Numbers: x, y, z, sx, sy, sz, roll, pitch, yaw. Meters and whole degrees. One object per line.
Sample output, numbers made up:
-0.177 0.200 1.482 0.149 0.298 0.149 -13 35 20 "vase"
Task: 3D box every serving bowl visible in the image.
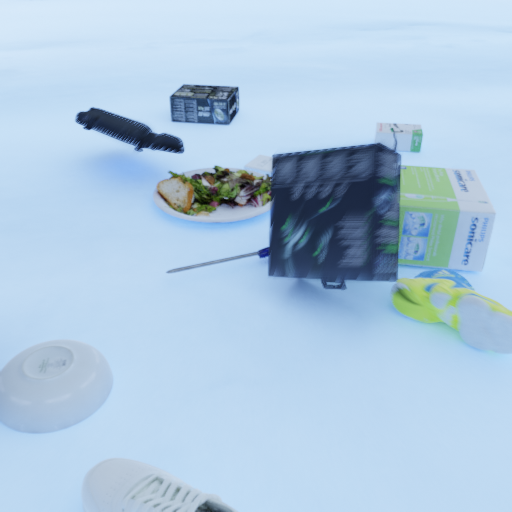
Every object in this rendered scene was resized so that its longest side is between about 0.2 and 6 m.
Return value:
-2.376 1.396 6.513 1.354 0.445 1.354 1 31 0 "serving bowl"

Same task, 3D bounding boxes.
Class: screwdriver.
-0.161 0.044 8.920 2.606 0.379 0.364 -16 33 -18 "screwdriver"

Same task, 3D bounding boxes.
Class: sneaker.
-0.588 2.250 4.621 2.407 0.969 0.919 20 38 32 "sneaker"
2.843 0.603 7.542 1.917 0.726 1.007 24 39 35 "sneaker"

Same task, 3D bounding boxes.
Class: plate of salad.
-0.745 -1.339 10.862 2.510 0.603 2.510 0 30 0 "plate of salad"

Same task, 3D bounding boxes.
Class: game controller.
-2.718 -2.626 11.959 1.420 0.573 2.722 14 10 -47 "game controller"

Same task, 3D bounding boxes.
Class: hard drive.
0.448 -1.932 12.263 1.215 0.160 0.801 16 35 23 "hard drive"

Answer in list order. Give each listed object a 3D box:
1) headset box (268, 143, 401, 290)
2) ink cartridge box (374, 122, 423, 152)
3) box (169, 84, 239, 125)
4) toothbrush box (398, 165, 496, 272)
1.096 -0.488 7.886 1.667 1.914 0.888 0 -3 35 "headset box"
3.411 -2.869 13.506 1.097 0.463 0.801 5 32 9 "ink cartridge box"
-1.389 -4.184 15.425 1.647 0.709 1.349 5 32 8 "box"
2.431 -0.737 9.371 2.531 1.090 1.843 4 29 8 "toothbrush box"
